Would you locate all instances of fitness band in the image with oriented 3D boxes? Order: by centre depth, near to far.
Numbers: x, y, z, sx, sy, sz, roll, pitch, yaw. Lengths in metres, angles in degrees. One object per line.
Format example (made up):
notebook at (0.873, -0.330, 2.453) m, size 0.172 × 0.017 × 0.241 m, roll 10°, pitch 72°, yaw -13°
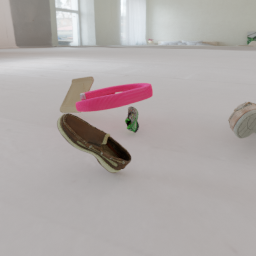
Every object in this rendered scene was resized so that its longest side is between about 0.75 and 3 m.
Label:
fitness band at (-0.341, -0.850, 7.381) m, size 2.197 × 0.411 × 1.578 m, roll -22°, pitch 18°, yaw -40°

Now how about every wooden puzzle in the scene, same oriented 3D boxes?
wooden puzzle at (-1.546, -0.988, 8.556) m, size 1.080 × 1.167 × 0.217 m, roll 2°, pitch -22°, yaw 43°

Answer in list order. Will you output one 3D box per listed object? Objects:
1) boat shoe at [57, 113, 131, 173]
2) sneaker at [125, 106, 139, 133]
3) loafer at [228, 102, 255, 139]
boat shoe at (-0.539, 0.203, 5.047) m, size 0.563 × 1.521 × 0.562 m, roll -29°, pitch 31°, yaw 41°
sneaker at (0.087, -0.264, 7.377) m, size 0.330 × 0.302 × 0.774 m, roll 19°, pitch 48°, yaw -32°
loafer at (2.925, -0.267, 6.838) m, size 2.319 × 0.834 × 0.729 m, roll -1°, pitch 40°, yaw -47°
